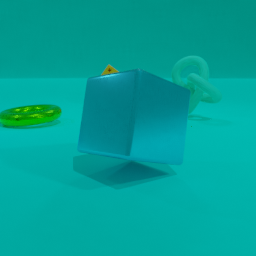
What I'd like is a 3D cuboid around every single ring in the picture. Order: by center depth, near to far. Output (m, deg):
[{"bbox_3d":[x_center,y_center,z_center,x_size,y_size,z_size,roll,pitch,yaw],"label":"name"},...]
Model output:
[{"bbox_3d":[-2.672,-0.371,7.712,1.683,0.337,1.683,-3,14,1],"label":"ring"}]

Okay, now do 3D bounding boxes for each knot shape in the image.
[{"bbox_3d":[2.113,-1.218,8.495,0.831,1.798,1.682,-19,26,-21],"label":"knot shape"}]

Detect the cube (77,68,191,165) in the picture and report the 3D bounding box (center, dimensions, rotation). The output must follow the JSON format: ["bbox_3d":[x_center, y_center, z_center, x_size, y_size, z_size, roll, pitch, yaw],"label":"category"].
[{"bbox_3d":[0.083,-0.102,3.823,1.049,1.049,1.049,12,-6,-42],"label":"cube"}]

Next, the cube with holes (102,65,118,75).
[{"bbox_3d":[-0.565,-1.810,11.430,0.987,0.987,0.987,38,8,9],"label":"cube with holes"}]
